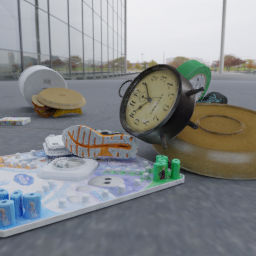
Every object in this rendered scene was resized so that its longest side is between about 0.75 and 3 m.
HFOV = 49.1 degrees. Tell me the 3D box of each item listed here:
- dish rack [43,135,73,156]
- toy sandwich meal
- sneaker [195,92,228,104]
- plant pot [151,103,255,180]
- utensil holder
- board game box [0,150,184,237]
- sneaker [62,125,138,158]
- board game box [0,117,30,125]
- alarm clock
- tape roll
[{"bbox_3d":[-1.348,0.314,6.094,0.939,0.238,1.095,-6,12,-20],"label":"dish rack"},{"bbox_3d":[-2.773,-0.993,11.395,2.151,0.737,2.151,10,26,-5],"label":"toy sandwich meal"},{"bbox_3d":[2.973,-0.638,10.190,2.625,0.990,1.040,-19,33,-38],"label":"sneaker"},{"bbox_3d":[1.943,0.056,5.980,2.980,0.409,2.980,-1,26,1],"label":"plant pot"},{"bbox_3d":[-3.978,-1.841,13.005,2.016,2.016,2.372,-5,16,-23],"label":"utensil holder"},{"bbox_3d":[-1.047,0.631,4.998,2.954,0.382,2.954,-8,14,-33],"label":"board game box"},{"bbox_3d":[-0.556,0.294,5.596,1.538,0.602,0.594,11,6,3],"label":"sneaker"},{"bbox_3d":[-3.930,-0.235,9.638,0.911,0.156,0.612,0,12,4],"label":"board game box"},{"bbox_3d":[0.460,-0.535,5.686,0.746,1.511,2.240,28,6,-42],"label":"alarm clock"},{"bbox_3d":[2.033,-1.301,9.842,2.161,2.161,0.519,-12,42,-44],"label":"tape roll"}]
